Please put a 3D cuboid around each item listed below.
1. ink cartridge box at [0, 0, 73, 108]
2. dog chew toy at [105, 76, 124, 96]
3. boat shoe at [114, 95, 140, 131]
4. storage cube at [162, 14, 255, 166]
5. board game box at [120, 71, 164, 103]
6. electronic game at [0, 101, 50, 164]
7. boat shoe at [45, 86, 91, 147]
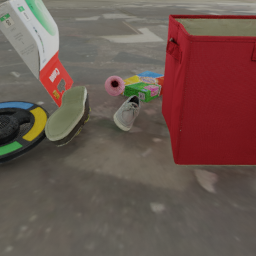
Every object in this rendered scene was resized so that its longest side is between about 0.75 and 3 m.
[{"bbox_3d":[-2.366,-2.316,8.206,0.734,2.930,2.358,-27,26,14],"label":"ink cartridge box"},{"bbox_3d":[-0.393,-1.161,8.025,0.543,0.543,0.873,-3,-5,-6],"label":"dog chew toy"},{"bbox_3d":[0.027,-0.458,7.162,0.508,0.519,1.457,35,28,-9],"label":"boat shoe"},{"bbox_3d":[2.187,-0.909,6.009,2.871,2.581,2.454,1,29,-2],"label":"storage cube"},{"bbox_3d":[0.619,-1.398,9.176,1.275,0.336,1.666,23,36,34],"label":"board game box"},{"bbox_3d":[-2.920,0.035,6.279,2.345,0.488,2.345,-2,36,1],"label":"electronic game"},{"bbox_3d":[-1.291,-0.229,6.585,0.808,0.682,2.267,-9,32,10],"label":"boat shoe"}]
